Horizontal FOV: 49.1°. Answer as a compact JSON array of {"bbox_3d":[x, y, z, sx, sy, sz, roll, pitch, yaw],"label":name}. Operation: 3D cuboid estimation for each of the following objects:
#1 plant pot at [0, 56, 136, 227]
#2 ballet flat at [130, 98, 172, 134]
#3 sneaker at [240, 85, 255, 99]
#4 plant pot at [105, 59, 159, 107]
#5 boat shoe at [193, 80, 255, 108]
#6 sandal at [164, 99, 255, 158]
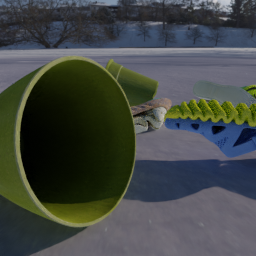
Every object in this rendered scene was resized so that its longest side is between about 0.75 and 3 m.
[{"bbox_3d":[-1.526,0.236,4.573,2.474,2.314,2.314,-4,12,35],"label":"plant pot"},{"bbox_3d":[0.472,-0.250,8.212,2.569,0.874,0.864,-17,44,-30],"label":"ballet flat"},{"bbox_3d":[4.322,-1.280,11.542,2.177,0.806,0.910,-7,-3,-17],"label":"sneaker"},{"bbox_3d":[0.077,-1.286,9.944,1.846,1.944,1.944,14,19,5],"label":"plant pot"},{"bbox_3d":[3.667,-1.132,10.473,0.775,0.926,2.591,14,12,-48],"label":"boat shoe"},{"bbox_3d":[2.204,0.089,5.973,2.926,1.274,1.163,8,23,17],"label":"sandal"}]
